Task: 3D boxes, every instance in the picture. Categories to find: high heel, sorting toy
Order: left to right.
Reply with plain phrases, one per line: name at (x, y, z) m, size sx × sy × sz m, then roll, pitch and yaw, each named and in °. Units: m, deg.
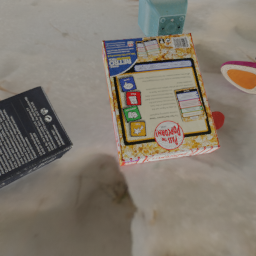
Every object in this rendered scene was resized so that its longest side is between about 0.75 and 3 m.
sorting toy at (1.646, -0.249, 7.180) m, size 1.527 × 0.530 × 0.526 m, roll -3°, pitch 23°, yaw -5°
high heel at (4.045, -1.647, 8.006) m, size 2.739 × 0.923 × 1.314 m, roll 15°, pitch 58°, yaw 7°

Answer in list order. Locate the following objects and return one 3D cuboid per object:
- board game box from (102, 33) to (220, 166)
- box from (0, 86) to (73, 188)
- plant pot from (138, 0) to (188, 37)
board game box at (0.667, -0.723, 6.508) m, size 2.188 × 0.669 × 2.888 m, roll -7°, pitch 74°, yaw -7°
box at (-2.349, 0.421, 5.143) m, size 2.098 × 2.063 × 1.232 m, roll -28°, pitch 89°, yaw -24°
plant pot at (1.308, -3.985, 9.986) m, size 1.581 × 1.577 × 1.611 m, roll -8°, pitch 53°, yaw -7°
